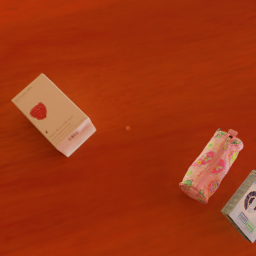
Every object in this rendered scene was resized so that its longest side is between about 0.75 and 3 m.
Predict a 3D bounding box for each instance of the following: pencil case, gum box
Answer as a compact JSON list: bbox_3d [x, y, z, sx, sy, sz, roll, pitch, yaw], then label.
[{"bbox_3d":[2.409,1.060,8.029,0.966,0.966,2.210,37,75,13],"label":"pencil case"},{"bbox_3d":[3.344,2.091,7.513,1.479,0.329,1.256,-47,109,-12],"label":"gum box"}]

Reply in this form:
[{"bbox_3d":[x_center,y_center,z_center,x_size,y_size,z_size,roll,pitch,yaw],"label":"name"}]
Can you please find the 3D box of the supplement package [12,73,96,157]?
[{"bbox_3d":[-2.167,-0.360,8.364,2.051,1.228,1.243,43,81,15],"label":"supplement package"}]
